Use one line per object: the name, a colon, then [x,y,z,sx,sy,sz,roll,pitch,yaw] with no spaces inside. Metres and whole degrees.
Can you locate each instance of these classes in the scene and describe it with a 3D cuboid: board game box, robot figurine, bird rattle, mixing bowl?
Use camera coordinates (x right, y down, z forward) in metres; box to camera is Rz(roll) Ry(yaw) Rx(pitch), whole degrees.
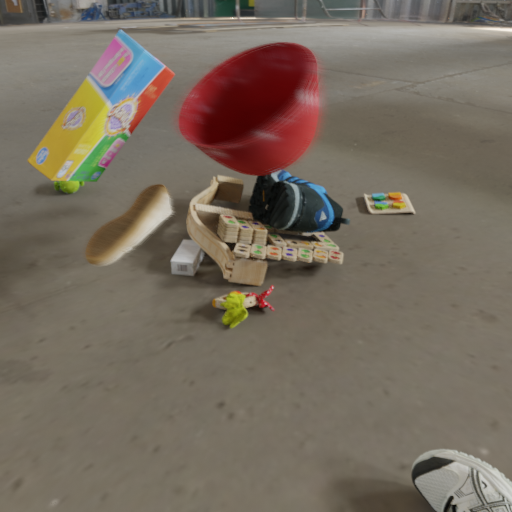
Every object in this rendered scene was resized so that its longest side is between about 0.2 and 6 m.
board game box: [-2.712,-2.563,10.144,0.543,2.691,2.059,39,10,0]
robot figurine: [-4.965,-1.959,14.833,0.750,0.494,0.855,-11,32,-19]
bird rattle: [-0.262,0.782,10.046,0.917,0.634,1.125,6,23,44]
mixing bowl: [0.077,-2.486,10.362,2.693,1.459,2.693,-15,49,18]

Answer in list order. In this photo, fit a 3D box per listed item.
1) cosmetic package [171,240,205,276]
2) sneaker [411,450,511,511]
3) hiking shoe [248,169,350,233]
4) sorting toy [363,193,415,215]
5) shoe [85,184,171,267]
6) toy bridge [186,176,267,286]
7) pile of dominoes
cosmetic package: [-1.395,0.030,11.528,0.474,0.333,0.935,5,30,9]
sneaker: [2.483,2.984,5.870,1.012,0.874,2.310,-23,36,-33]
hiking shoe: [0.814,-1.205,12.887,1.571,1.348,3.623,14,18,-15]
sorting toy: [3.324,-1.342,14.040,1.151,0.210,1.066,1,30,2]
shoe: [-1.980,-0.422,9.082,0.698,0.533,1.996,8,42,28]
toy bridge: [-0.798,-0.779,12.380,1.430,0.579,4.255,8,29,-14]
pile of dominoes: [0.537,-0.431,11.492,2.568,0.409,2.001,4,20,-18]
